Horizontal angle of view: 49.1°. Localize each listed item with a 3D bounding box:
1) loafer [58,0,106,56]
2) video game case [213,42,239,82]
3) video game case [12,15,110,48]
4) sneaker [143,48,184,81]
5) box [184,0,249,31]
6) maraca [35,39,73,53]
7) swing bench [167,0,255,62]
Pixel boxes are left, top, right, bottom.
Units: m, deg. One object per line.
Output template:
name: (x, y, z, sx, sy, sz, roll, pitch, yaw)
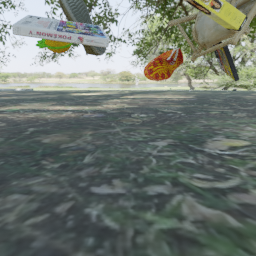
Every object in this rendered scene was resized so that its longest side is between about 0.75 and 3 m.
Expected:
loafer: (-1.776, -3.662, 10.118, 0.879, 2.524, 0.949, -8, 33, 39)
video game case: (3.129, -2.273, 9.122, 0.165, 1.294, 1.169, -29, 32, 9)
video game case: (-1.794, -2.748, 7.845, 2.301, 0.290, 2.526, 4, 25, -13)
sneaker: (1.164, -2.140, 9.852, 0.889, 0.841, 2.305, -10, 18, 41)
box: (1.750, -2.407, 5.625, 1.311, 0.329, 0.494, 22, 16, -22)
maraca: (-2.612, -3.026, 9.963, 1.294, 0.692, 0.887, -2, 38, -3)
swing bench: (2.810, -3.363, 8.081, 2.328, 1.510, 2.316, -39, 11, -10)
